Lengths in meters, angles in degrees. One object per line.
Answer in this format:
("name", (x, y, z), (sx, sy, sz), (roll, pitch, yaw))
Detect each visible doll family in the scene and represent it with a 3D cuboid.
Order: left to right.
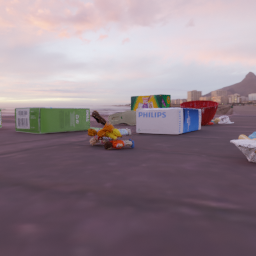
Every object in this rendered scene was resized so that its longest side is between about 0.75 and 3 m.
("doll family", (-0.416, 0.125, 5.678), (0.716, 0.520, 1.154), (-2, 4, -29))

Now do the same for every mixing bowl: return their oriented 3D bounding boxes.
("mixing bowl", (3.562, -0.730, 14.030), (1.872, 1.014, 1.872), (-4, 17, 1))

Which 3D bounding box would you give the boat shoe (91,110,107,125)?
("boat shoe", (-1.407, -0.412, 13.494), (0.356, 0.355, 1.010), (-10, -43, 39))

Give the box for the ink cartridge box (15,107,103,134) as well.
("ink cartridge box", (-2.376, -0.329, 10.182), (1.517, 0.867, 2.922), (3, 5, 40))

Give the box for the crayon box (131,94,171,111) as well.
("crayon box", (1.368, -1.194, 17.503), (0.826, 1.685, 2.837), (-3, 4, -41))

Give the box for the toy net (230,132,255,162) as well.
("toy net", (2.220, 0.315, 4.434), (0.965, 0.355, 1.840), (6, 8, 33))

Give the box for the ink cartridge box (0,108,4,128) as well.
("ink cartridge box", (-5.868, -0.370, 10.810), (1.505, 0.859, 2.898), (-1, 4, -8))

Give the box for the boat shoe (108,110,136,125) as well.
("boat shoe", (0.026, -0.530, 14.192), (2.117, 0.760, 0.716), (0, 7, 33))

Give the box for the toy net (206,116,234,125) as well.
("toy net", (4.596, -0.466, 15.187), (2.695, 0.520, 1.414), (0, 4, -12))

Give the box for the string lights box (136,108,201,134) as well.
("string lights box", (1.522, -0.291, 9.822), (1.437, 0.824, 2.796), (2, 4, 28))
